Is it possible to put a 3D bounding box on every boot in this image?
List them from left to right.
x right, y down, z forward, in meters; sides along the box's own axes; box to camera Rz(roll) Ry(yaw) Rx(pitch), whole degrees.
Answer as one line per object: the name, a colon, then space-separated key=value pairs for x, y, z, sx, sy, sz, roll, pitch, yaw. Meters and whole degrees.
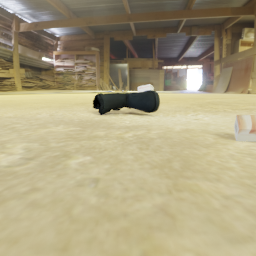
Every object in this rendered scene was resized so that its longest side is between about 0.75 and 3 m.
boot: x=-0.161 y=-1.043 z=11.790 sx=2.117 sy=0.962 sz=2.520 roll=-10 pitch=12 yaw=-29

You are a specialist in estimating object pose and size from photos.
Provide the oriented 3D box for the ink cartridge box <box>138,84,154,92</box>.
ink cartridge box: x=0.829 y=-1.504 z=13.229 sx=0.701 sy=0.957 sz=0.411 roll=-8 pitch=-22 yaw=29

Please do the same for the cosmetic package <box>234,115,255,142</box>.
cosmetic package: x=2.970 y=0.009 z=6.384 sx=0.966 sy=0.422 sz=0.499 roll=1 pitch=46 yaw=10
